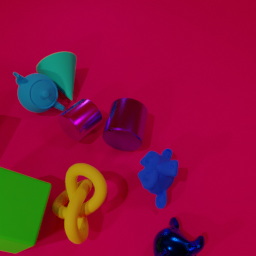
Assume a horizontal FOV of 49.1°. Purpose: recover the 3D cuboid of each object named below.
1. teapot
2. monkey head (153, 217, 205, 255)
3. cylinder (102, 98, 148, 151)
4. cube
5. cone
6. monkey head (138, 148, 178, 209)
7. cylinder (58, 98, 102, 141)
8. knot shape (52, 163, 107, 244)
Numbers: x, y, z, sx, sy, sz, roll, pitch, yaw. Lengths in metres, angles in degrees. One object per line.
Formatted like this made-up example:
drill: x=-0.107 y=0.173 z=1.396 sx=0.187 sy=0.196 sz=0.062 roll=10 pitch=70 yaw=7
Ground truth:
teapot: x=-2.285 y=-0.912 z=7.158 sx=0.805 sy=1.644 sz=1.022 roll=13 pitch=70 yaw=51
monkey head: x=0.925 y=2.190 z=5.287 sx=0.773 sy=0.923 sz=1.283 roll=39 pitch=32 yaw=6
cylinder: x=-0.053 y=-0.078 z=6.806 sx=0.958 sy=0.958 sz=0.958 roll=9 pitch=56 yaw=6
cube: x=-2.324 y=1.575 z=5.290 sx=1.162 sy=1.162 sz=1.162 roll=26 pitch=51 yaw=-24
cone: x=-1.773 y=-1.282 z=7.786 sx=1.169 sy=1.169 sz=1.174 roll=-21 pitch=79 yaw=-14
monkey head: x=0.756 y=0.965 z=5.961 sx=0.998 sy=0.836 sz=1.387 roll=-10 pitch=58 yaw=39
cylinder: x=-1.163 y=-0.204 z=6.871 sx=0.780 sy=0.780 sz=0.780 roll=34 pitch=55 yaw=21
knot shape: x=-0.984 y=1.538 z=5.518 sx=0.688 sy=1.488 sz=1.392 roll=16 pitch=51 yaw=-27
